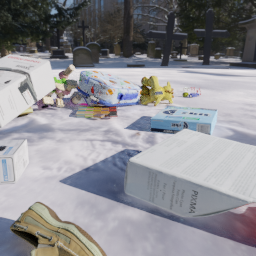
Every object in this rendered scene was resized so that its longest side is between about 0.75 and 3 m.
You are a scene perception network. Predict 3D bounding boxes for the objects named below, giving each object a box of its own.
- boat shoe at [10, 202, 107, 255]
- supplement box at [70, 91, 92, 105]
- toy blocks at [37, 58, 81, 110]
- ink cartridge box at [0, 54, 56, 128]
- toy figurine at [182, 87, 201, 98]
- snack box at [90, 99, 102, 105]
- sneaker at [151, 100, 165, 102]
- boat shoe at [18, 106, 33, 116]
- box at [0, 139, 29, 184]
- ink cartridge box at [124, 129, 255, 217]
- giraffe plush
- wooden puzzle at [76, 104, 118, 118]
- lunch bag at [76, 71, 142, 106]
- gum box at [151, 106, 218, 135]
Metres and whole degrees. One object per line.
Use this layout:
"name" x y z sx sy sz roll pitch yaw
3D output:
"boat shoe" -0.842 1.372 3.199 1.455 0.521 0.554 12 32 40
"supplement box" -2.220 -1.419 13.292 0.902 0.456 0.466 8 52 27
"toy blocks" -3.607 -1.649 12.967 2.162 2.314 1.948 1 -23 -46
"ink cartridge box" -4.410 -1.488 10.145 2.100 1.223 2.904 14 40 22
"toy figurine" 3.533 -1.904 15.349 1.034 0.545 0.620 0 20 3
"snack box" -1.715 -1.368 13.797 2.033 0.247 0.731 9 17 29
"sneaker" 1.425 -1.631 14.354 1.265 0.474 0.570 -9 24 -33
"boat shoe" -4.876 -1.084 11.378 1.093 0.942 2.996 -13 20 -41
"box" -3.063 0.666 5.565 1.878 0.565 1.095 -2 15 -5
"ink cartridge box" 1.806 0.890 4.817 2.970 0.702 2.377 17 21 31
"giraffe plush" 1.515 -1.730 13.381 1.360 1.447 1.677 -3 21 -40
"wooden puzzle" -1.233 -0.676 11.326 1.558 0.185 2.628 -1 14 -4
"lunch bag" -0.789 -1.725 12.675 2.317 1.092 2.891 30 23 26
"gum box" 1.920 -0.273 9.238 1.820 0.477 2.142 6 16 21
